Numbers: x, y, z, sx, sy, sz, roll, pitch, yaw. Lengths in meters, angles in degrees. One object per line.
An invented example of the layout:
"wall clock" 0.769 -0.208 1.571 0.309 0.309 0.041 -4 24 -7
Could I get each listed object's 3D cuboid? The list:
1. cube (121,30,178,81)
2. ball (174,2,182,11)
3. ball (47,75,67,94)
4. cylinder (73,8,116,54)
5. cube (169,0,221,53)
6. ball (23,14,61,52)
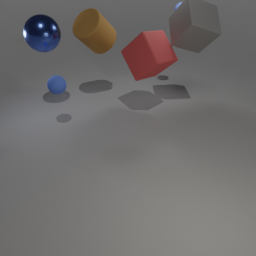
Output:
"cube" 0.866 -2.930 11.335 1.400 1.400 1.400 -23 -4 -44
"ball" 2.418 -5.215 12.446 0.700 0.700 0.700 0 32 0
"ball" -2.641 -1.602 10.403 0.700 0.700 0.700 0 32 0
"cylinder" -1.429 -4.154 12.116 1.400 1.400 1.400 22 -3 31
"cube" 2.611 -4.052 11.083 1.400 1.400 1.400 8 68 -24
"ball" -3.309 -3.644 10.828 1.400 1.400 1.400 0 32 0
